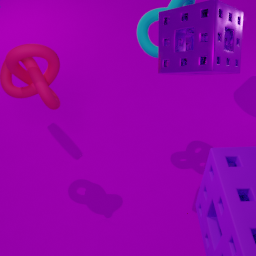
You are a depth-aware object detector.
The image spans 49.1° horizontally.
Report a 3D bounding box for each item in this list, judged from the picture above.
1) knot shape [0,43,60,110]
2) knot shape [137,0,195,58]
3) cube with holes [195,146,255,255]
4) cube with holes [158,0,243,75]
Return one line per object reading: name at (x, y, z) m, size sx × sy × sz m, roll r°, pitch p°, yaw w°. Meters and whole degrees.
knot shape at (-1.735, -0.886, 5.264) m, size 1.407 × 1.316 × 0.650 m, roll -15°, pitch 31°, yaw 42°
knot shape at (0.982, -2.155, 5.676) m, size 1.480 × 1.385 × 0.684 m, roll -4°, pitch 48°, yaw -18°
cube with holes at (1.661, 1.129, 3.316) m, size 1.304 × 1.304 × 1.304 m, roll -2°, pitch 44°, yaw 0°
cube with holes at (1.247, -1.464, 4.838) m, size 1.035 × 1.035 × 1.035 m, roll 8°, pitch 12°, yaw 43°
